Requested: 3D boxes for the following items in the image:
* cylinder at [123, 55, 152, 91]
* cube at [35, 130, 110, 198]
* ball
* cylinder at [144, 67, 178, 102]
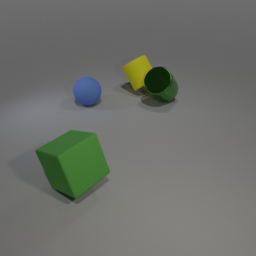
[{"bbox_3d":[0.641,-2.942,15.032,1.400,1.400,1.400,-29,5,3],"label":"cylinder"},{"bbox_3d":[-1.657,1.019,8.490,1.400,1.400,1.400,6,31,47],"label":"cube"},{"bbox_3d":[-2.011,-1.837,13.869,1.400,1.400,1.400,0,30,0],"label":"ball"},{"bbox_3d":[1.659,-2.123,13.849,1.400,1.400,1.400,16,-5,26],"label":"cylinder"}]
